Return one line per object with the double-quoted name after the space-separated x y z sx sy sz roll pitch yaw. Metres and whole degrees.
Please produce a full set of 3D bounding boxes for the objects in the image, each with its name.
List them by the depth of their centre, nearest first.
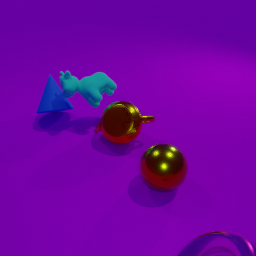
1.194 2.405 4.274 0.394 1.972 1.972 48 42 -9 "ring"
0.850 0.930 6.699 1.150 1.150 1.150 0 36 0 "ball"
-0.205 -0.111 8.221 2.045 1.271 1.001 -10 -12 17 "teapot"
-1.288 -1.344 8.634 1.460 0.814 1.484 46 64 3 "cow figurine"
-2.456 -1.150 9.122 1.211 1.215 1.211 -8 3 0 "cone"
